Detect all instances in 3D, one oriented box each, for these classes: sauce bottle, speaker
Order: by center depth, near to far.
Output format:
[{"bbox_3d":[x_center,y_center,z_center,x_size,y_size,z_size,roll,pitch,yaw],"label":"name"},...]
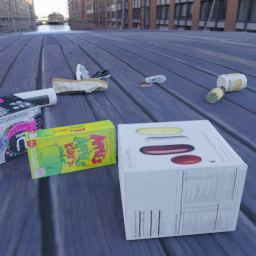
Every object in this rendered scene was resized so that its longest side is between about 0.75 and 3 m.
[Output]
[{"bbox_3d":[-4.224,-1.269,12.581,1.919,0.779,0.779,-15,28,-30],"label":"speaker"},{"bbox_3d":[4.389,-1.697,13.766,0.573,0.573,1.770,16,30,31],"label":"sauce bottle"}]

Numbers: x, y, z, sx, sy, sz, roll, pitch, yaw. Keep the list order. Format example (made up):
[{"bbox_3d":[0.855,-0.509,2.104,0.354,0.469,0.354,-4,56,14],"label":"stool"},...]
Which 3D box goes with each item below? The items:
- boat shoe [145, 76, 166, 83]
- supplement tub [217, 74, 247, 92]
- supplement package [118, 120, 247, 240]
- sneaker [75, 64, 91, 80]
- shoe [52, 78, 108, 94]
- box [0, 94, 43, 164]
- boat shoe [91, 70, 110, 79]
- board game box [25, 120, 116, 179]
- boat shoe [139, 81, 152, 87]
[{"bbox_3d":[1.590,-2.896,16.632,1.269,0.444,0.420,-11,27,-6],"label":"boat shoe"},{"bbox_3d":[5.521,-2.407,14.893,1.274,0.922,0.922,-8,26,-15],"label":"supplement tub"},{"bbox_3d":[0.981,1.019,6.363,2.309,1.698,2.208,-3,24,-5],"label":"supplement package"},{"bbox_3d":[-2.711,-3.163,16.821,0.936,0.873,2.362,5,29,-12],"label":"sneaker"},{"bbox_3d":[-2.490,-2.108,14.634,2.882,0.769,1.008,1,-7,-7],"label":"shoe"},{"bbox_3d":[-4.186,0.142,8.602,1.743,1.513,2.637,21,33,35],"label":"box"},{"bbox_3d":[-1.761,-3.399,17.607,1.446,0.479,0.540,-15,28,-29],"label":"boat shoe"},{"bbox_3d":[-1.576,0.582,7.974,2.394,1.216,0.570,-8,26,-18],"label":"board game box"},{"bbox_3d":[1.015,-2.532,15.923,0.833,0.300,0.300,-10,26,-21],"label":"boat shoe"}]
